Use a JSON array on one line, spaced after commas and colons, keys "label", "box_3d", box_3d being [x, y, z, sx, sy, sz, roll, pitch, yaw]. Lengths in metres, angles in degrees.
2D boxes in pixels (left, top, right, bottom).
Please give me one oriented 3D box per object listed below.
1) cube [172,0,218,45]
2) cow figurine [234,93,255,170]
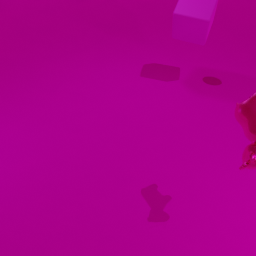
[{"label": "cube", "box_3d": [2.277, -3.801, 9.617, 1.208, 1.208, 1.208, 18, 70, 14]}, {"label": "cow figurine", "box_3d": [1.672, 0.060, 3.682, 0.911, 0.508, 0.926, -37, 70, 0]}]
